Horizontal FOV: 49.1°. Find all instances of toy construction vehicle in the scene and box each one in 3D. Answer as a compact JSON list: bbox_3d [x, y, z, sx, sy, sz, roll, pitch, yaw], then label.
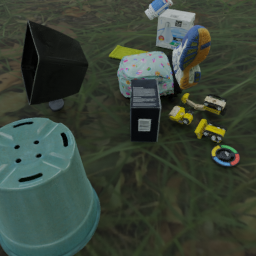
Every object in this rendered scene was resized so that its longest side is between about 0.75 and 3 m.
[{"bbox_3d":[2.869,-0.425,10.927,2.215,0.780,1.929,20,58,24],"label":"toy construction vehicle"}]

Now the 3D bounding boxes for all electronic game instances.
[{"bbox_3d":[3.379,0.962,9.732,0.982,0.204,0.982,0,43,0],"label":"electronic game"}]

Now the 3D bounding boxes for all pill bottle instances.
[{"bbox_3d":[1.291,-5.155,11.944,1.102,0.618,0.618,-33,37,25],"label":"pill bottle"}]

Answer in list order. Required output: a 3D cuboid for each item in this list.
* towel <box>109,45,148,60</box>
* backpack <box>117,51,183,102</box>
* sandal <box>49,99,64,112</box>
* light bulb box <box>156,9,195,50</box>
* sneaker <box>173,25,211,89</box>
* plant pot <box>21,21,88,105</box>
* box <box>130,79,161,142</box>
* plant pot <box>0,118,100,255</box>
[{"bbox_3d":[0.447,-3.803,14.726,2.707,0.244,1.165,16,45,17],"label":"towel"},{"bbox_3d":[0.877,-2.253,12.066,2.642,1.673,2.205,-7,47,-2],"label":"backpack"},{"bbox_3d":[-3.048,-1.095,11.869,0.606,0.341,1.593,-5,34,-16],"label":"sandal"},{"bbox_3d":[2.550,-5.281,15.160,1.757,1.773,1.106,18,48,18],"label":"light bulb box"},{"bbox_3d":[1.640,-2.130,8.072,0.896,2.381,1.049,-19,65,-8],"label":"sneaker"},{"bbox_3d":[-2.501,-2.135,9.545,1.769,1.990,1.994,-3,52,-32],"label":"plant pot"},{"bbox_3d":[0.601,-0.641,10.328,1.051,1.696,1.667,1,44,1],"label":"box"},{"bbox_3d":[-2.267,1.480,7.257,2.943,2.883,2.943,0,43,0],"label":"plant pot"}]
